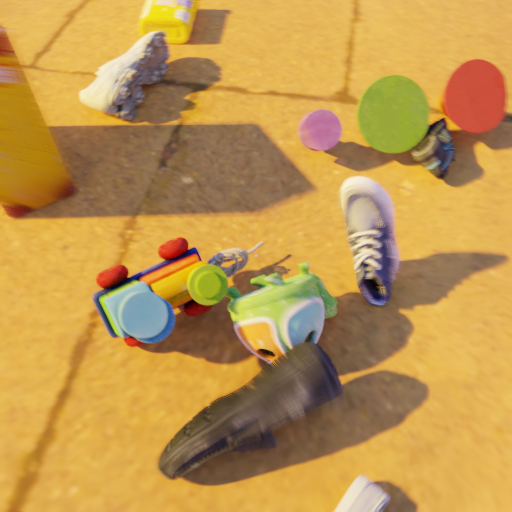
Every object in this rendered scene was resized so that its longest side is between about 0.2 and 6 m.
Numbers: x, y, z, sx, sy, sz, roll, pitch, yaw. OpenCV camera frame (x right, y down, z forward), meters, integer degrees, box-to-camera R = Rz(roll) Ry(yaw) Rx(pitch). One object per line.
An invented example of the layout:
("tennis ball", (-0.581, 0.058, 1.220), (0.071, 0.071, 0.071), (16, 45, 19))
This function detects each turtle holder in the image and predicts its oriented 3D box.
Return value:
("turtle holder", (0.382, 0.810, 7.955), (1.265, 1.665, 1.182), (-19, 89, 19))

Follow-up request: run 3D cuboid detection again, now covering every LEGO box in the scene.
("LEGO box", (-4.465, -2.636, 9.348), (1.254, 3.251, 2.421), (-27, 56, -16))

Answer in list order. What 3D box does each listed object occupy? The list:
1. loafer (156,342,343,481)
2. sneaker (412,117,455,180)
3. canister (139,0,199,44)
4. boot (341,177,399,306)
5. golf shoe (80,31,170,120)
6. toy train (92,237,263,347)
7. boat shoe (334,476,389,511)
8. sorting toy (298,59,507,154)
("loafer", (-0.059, 2.058, 6.930), (2.515, 0.854, 0.883), (-33, 93, -5))
("sneaker", (3.409, -2.040, 10.669), (0.710, 0.675, 1.791), (48, 41, -13))
("canister", (-2.135, -5.965, 13.763), (1.265, 0.737, 1.704), (3, 52, 3))
("boot", (1.683, -0.164, 8.197), (0.717, 1.972, 0.891), (-6, 45, 28))
("golf shoe", (-2.800, -4.041, 12.036), (1.297, 1.045, 2.668), (12, 50, 17))
("toy train", (-0.793, 0.309, 7.831), (2.777, 1.176, 1.607), (-26, 11, -20))
("boat shoe", (1.040, 3.215, 6.302), (0.539, 0.528, 1.512), (25, 52, 25))
("sorting toy", (2.704, -2.764, 10.992), (4.100, 1.421, 1.412), (-14, 10, -7))
